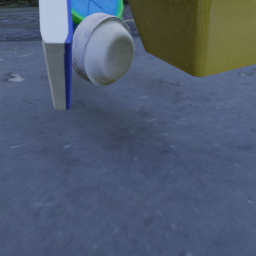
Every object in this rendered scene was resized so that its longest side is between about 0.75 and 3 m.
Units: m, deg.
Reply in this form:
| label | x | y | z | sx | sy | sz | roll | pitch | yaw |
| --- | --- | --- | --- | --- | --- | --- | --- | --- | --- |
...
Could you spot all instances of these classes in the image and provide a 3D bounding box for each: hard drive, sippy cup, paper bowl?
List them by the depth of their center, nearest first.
| label | x | y | z | sx | sy | sz | roll | pitch | yaw |
| --- | --- | --- | --- | --- | --- | --- | --- | --- | --- |
| hard drive | -1.015 | -1.393 | 4.044 | 0.324 | 1.687 | 2.557 | -3 | -10 | -13 |
| paper bowl | -0.451 | -1.655 | 6.123 | 0.791 | 1.520 | 1.520 | 29 | 39 | 32 |
| sippy cup | -1.348 | -3.231 | 8.146 | 1.941 | 2.472 | 1.812 | -12 | -13 | -31 |

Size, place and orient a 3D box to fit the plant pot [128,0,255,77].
| label | x | y | z | sx | sy | sz | roll | pitch | yaw |
| --- | --- | --- | --- | --- | --- | --- | --- | --- | --- |
| plant pot | 1.198 | -1.976 | 3.974 | 2.217 | 1.956 | 2.217 | -16 | 34 | -21 |
